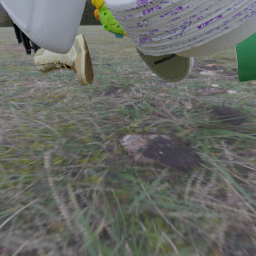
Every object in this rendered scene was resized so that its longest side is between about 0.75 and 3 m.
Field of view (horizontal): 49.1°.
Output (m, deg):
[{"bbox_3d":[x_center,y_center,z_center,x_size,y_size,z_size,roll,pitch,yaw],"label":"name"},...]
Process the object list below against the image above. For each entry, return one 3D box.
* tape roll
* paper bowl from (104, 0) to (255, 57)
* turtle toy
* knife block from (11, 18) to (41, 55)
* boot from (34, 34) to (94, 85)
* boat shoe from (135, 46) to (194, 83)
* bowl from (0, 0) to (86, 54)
[{"bbox_3d":[2.911,-2.217,6.995,0.503,2.094,2.094,-7,20,21],"label":"tape roll"},{"bbox_3d":[0.923,-1.763,3.317,2.263,1.177,2.263,-27,38,23],"label":"paper bowl"},{"bbox_3d":[-0.124,-3.734,8.685,2.235,1.629,1.130,-54,15,-19],"label":"turtle toy"},{"bbox_3d":[-2.545,-3.362,7.478,0.919,2.871,2.520,-29,77,-32],"label":"knife block"},{"bbox_3d":[-1.088,-1.059,4.701,0.918,0.430,1.180,-16,54,2],"label":"boot"},{"bbox_3d":[0.459,-2.218,5.501,1.031,2.758,0.943,-27,9,32],"label":"boat shoe"},{"bbox_3d":[-0.893,-1.448,2.760,0.444,1.189,1.191,-13,49,-41],"label":"bowl"}]
